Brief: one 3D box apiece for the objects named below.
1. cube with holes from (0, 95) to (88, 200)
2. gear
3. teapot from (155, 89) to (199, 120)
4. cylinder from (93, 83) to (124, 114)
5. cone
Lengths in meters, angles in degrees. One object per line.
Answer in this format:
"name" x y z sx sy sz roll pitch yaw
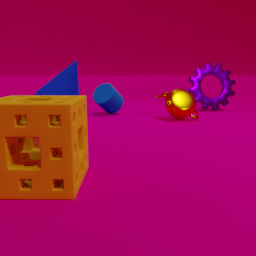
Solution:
"cube with holes" -1.150 0.174 3.616 1.094 1.094 1.094 0 12 0
"gear" 3.061 -1.515 10.289 1.699 1.699 0.314 -1 -1 -4
"teapot" 1.492 -0.705 8.417 1.506 0.937 0.737 33 -24 9
"cylinder" -0.647 -0.972 9.301 0.769 0.769 0.769 7 -20 30
"cone" -2.016 -1.533 9.287 1.594 1.600 1.594 25 21 -10
